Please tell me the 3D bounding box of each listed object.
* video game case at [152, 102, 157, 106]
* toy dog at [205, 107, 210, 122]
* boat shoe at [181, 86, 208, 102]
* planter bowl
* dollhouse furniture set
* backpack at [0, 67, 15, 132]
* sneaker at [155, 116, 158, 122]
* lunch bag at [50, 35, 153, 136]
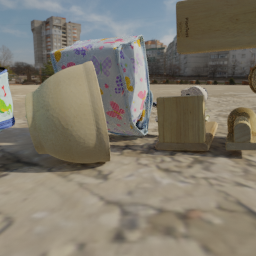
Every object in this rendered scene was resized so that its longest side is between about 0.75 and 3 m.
[{"bbox_3d":[2.062,-1.234,14.752,1.258,0.167,1.760,-2,10,-7],"label":"video game case"},{"bbox_3d":[2.251,-0.341,9.175,0.875,0.630,0.902,-34,-2,24],"label":"toy dog"},{"bbox_3d":[4.153,-1.964,16.045,1.310,1.055,2.824,-10,12,-12],"label":"boat shoe"},{"bbox_3d":[-1.108,-0.186,5.102,1.251,1.860,1.860,-11,12,-8],"label":"planter bowl"},{"bbox_3d":[2.248,-1.212,6.426,2.823,2.969,2.419,0,11,22],"label":"dollhouse furniture set"},{"bbox_3d":[-3.015,-0.083,4.277,2.138,1.717,2.337,3,21,25],"label":"backpack"},{"bbox_3d":[1.246,-0.348,7.485,0.749,0.459,1.151,28,28,11],"label":"sneaker"},{"bbox_3d":[-0.545,-0.973,7.116,2.044,2.410,1.532,4,29,30],"label":"lunch bag"}]
